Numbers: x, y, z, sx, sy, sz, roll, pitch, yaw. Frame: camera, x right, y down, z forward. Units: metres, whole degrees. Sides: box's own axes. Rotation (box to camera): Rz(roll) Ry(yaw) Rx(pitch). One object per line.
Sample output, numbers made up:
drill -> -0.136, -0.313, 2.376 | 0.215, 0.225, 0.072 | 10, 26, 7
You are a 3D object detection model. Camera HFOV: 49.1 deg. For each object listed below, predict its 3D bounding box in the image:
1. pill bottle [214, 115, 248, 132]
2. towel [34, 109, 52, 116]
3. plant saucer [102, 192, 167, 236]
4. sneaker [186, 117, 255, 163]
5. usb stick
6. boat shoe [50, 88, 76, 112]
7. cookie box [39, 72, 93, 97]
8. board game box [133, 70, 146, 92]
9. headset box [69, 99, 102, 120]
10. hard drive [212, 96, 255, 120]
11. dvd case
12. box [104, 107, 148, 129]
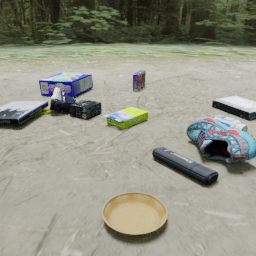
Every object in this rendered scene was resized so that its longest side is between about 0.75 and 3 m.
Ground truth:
pill bottle -> 3.879, -0.033, 10.687 | 0.676, 0.676, 1.204 | -16, 27, -35
towel -> -4.479, -0.723, 13.170 | 1.654, 0.149, 0.712 | -10, 24, -25
plant saucer -> 0.148, 1.939, 6.221 | 1.436, 0.254, 1.436 | 0, 21, 0
sneaker -> 2.691, 0.371, 9.029 | 1.281, 1.064, 2.682 | -17, 21, -27
usb stick -> 1.631, 1.065, 8.308 | 0.616, 0.362, 2.221 | -17, 27, -35
boat shoe -> -3.189, -1.336, 13.990 | 1.151, 0.927, 2.482 | 10, 22, -12
cookie box -> -3.669, -2.672, 16.973 | 2.222, 0.976, 2.598 | 5, 21, 18
board game box -> 0.716, -3.003, 17.753 | 0.348, 1.044, 1.553 | 8, 23, 19
headset box -> -1.937, -0.883, 13.007 | 1.053, 0.561, 1.209 | 13, 25, 29
hard drive -> 5.499, -1.019, 13.531 | 1.661, 0.450, 2.378 | -11, 25, -24
dvd case -> -5.035, -0.734, 12.538 | 1.951, 0.321, 2.595 | 1, 21, 12
box -> -0.075, -0.446, 12.069 | 1.086, 0.425, 1.782 | 19, 28, 39
